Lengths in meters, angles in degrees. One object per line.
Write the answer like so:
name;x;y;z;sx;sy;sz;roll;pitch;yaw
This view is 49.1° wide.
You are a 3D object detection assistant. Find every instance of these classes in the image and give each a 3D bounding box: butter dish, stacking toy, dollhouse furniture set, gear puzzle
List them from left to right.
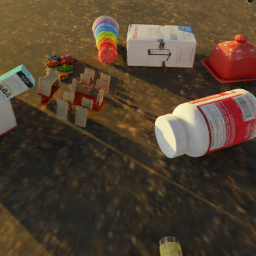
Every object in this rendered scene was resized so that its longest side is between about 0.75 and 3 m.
gear puzzle;-2.851;-2.554;11.508;1.170;0.296;2.259;-5;39;-7
dollhouse furniture set;-1.816;-1.043;9.260;2.122;1.105;2.145;19;41;5
stacking toy;-0.952;-3.844;12.620;1.271;1.271;2.978;-3;46;-4
butter dish;4.213;-2.815;10.829;2.099;1.551;2.093;-6;39;-8

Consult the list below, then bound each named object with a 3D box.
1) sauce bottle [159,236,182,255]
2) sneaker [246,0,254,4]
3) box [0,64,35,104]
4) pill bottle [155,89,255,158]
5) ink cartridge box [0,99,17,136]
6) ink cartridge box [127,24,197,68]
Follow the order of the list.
sauce bottle;0.827;2.580;4.941;0.406;0.406;1.256;-2;41;-3
sneaker;3.157;-3.310;6.513;1.175;0.353;0.613;-21;62;-11
box;-2.724;-0.932;6.301;1.159;0.477;0.285;-25;41;7
pill bottle;2.110;-0.081;7.460;2.576;1.446;1.446;-15;41;-17
ink cartridge box;-4.545;-0.596;8.113;1.961;1.418;1.425;25;45;28
ink cartridge box;1.380;-3.566;12.081;2.765;1.165;2.018;3;38;3
